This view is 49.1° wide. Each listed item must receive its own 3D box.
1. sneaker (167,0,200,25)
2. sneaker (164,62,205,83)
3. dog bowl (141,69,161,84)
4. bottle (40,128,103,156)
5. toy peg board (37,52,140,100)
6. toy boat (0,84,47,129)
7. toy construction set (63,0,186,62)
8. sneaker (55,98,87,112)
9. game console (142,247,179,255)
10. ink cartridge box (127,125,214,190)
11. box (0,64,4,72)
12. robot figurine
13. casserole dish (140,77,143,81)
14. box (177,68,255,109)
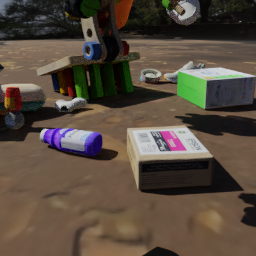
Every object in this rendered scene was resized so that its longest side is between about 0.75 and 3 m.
[{"bbox_3d":[1.087,-3.379,6.550,0.777,1.994,0.991,-21,-12,17],"label":"sneaker"},{"bbox_3d":[2.536,-2.507,12.498,1.961,0.902,0.742,-5,21,-13],"label":"sneaker"},{"bbox_3d":[1.011,-2.298,12.483,0.918,0.339,0.918,4,36,-3],"label":"dog bowl"},{"bbox_3d":[-1.209,0.253,5.869,1.318,0.430,0.550,8,23,20],"label":"bottle"},{"bbox_3d":[-1.447,-1.835,10.597,2.919,1.428,2.907,-14,9,-36],"label":"toy peg board"},{"bbox_3d":[-3.180,-0.660,7.744,1.887,1.043,2.245,-4,13,-22],"label":"toy boat"},{"bbox_3d":[-0.168,-1.851,3.503,1.765,1.472,1.356,-28,64,-19],"label":"toy construction set"},{"bbox_3d":[-1.689,-0.642,8.491,0.978,0.366,0.487,-11,39,-22],"label":"sneaker"},{"bbox_3d":[-0.073,1.789,2.055,2.241,0.270,1.322,-16,26,-35],"label":"game console"},{"bbox_3d":[0.670,0.467,5.116,1.251,0.570,1.518,-4,20,-6],"label":"ink cartridge box"},{"bbox_3d":[-4.985,-1.396,7.652,1.887,1.638,2.856,-40,20,8],"label":"box"},{"bbox_3d":[-0.448,-3.257,6.899,1.466,2.038,1.188,-14,65,-23],"label":"robot figurine"},{"bbox_3d":[0.988,-2.362,13.126,0.608,0.195,1.004,19,28,40],"label":"casserole dish"},{"bbox_3d":[2.896,-1.388,9.488,1.774,0.972,2.010,-7,21,-13],"label":"box"}]
